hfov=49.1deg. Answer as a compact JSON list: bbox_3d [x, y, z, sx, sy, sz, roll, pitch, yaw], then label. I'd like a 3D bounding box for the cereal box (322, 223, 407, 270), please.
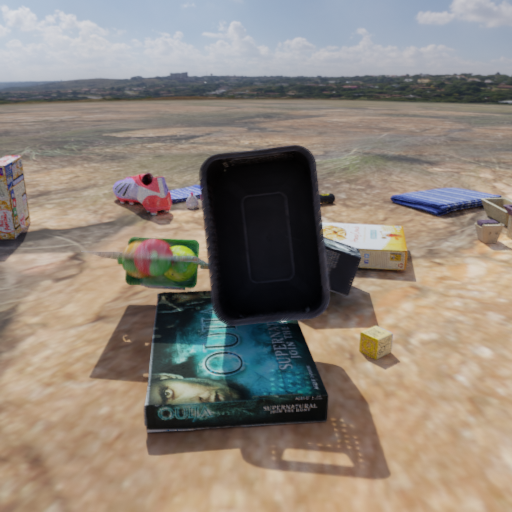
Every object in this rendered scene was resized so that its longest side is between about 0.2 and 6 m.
[{"bbox_3d":[1.767,-0.245,11.280,2.393,0.473,1.722,4,20,10],"label":"cereal box"}]

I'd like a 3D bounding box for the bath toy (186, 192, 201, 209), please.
[{"bbox_3d":[-1.274,-1.506,14.849,1.186,0.438,0.516,-5,20,-13],"label":"bath toy"}]

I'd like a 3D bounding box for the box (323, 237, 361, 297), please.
[{"bbox_3d":[1.096,0.085,9.404,1.136,0.716,1.155,20,11,4],"label":"box"}]

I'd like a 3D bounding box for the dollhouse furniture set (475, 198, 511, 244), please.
[{"bbox_3d":[5.661,-1.470,12.857,1.913,1.713,2.414,-2,20,-5],"label":"dollhouse furniture set"}]

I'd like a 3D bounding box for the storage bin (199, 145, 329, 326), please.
[{"bbox_3d":[0.127,-0.246,7.250,1.432,2.119,0.993,-6,-1,4],"label":"storage bin"}]

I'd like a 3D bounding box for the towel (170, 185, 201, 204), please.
[{"bbox_3d":[-2.046,-1.800,16.019,1.593,0.190,1.153,-16,25,-37],"label":"towel"}]

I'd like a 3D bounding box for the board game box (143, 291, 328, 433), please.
[{"bbox_3d":[-0.373,1.201,7.408,2.015,0.419,2.979,-2,20,-7],"label":"board game box"}]

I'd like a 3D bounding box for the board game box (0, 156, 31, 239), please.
[{"bbox_3d":[-5.529,-1.336,12.604,0.380,1.642,1.244,-2,20,-5],"label":"board game box"}]

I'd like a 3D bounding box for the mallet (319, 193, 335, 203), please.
[{"bbox_3d":[0.438,-1.491,14.726,3.416,0.703,1.125,-6,16,-31],"label":"mallet"}]

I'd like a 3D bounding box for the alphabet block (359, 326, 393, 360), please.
[{"bbox_3d":[1.632,1.180,7.628,0.324,0.317,0.318,-14,22,-37],"label":"alphabet block"}]

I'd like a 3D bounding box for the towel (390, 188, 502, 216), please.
[{"bbox_3d":[5.145,-1.517,15.229,2.516,0.300,1.822,-10,20,-30],"label":"towel"}]

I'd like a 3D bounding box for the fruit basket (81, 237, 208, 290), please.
[{"bbox_3d":[-1.525,0.125,8.433,1.617,0.818,1.746,3,0,6],"label":"fruit basket"}]

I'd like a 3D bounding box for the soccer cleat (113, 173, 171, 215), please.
[{"bbox_3d":[-3.043,-1.813,14.852,0.874,1.002,2.622,-14,25,-34],"label":"soccer cleat"}]
